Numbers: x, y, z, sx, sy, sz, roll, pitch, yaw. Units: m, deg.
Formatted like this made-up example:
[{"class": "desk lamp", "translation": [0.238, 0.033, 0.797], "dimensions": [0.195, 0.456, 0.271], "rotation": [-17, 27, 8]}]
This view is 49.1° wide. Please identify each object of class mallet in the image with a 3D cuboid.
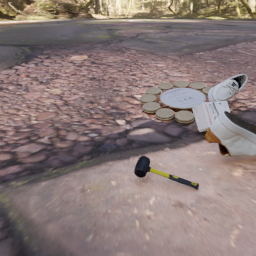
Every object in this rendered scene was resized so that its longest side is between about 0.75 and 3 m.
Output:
[{"class": "mallet", "translation": [0.783, 0.909, 5.651], "dimensions": [1.317, 0.271, 0.434], "rotation": [15, 39, -1]}]

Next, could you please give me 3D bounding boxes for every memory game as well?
[{"class": "memory game", "translation": [1.840, -0.957, 9.501], "dimensions": [2.931, 0.187, 2.931], "rotation": [-3, 33, 2]}]

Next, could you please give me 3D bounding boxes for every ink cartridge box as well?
[{"class": "ink cartridge box", "translation": [2.348, -0.326, 7.705], "dimensions": [0.990, 0.720, 0.416], "rotation": [-7, -14, -31]}]

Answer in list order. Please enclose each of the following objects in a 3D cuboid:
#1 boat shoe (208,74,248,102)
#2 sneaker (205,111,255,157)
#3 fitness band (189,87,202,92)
[{"class": "boat shoe", "translation": [3.226, -1.253, 8.888], "dimensions": [1.800, 0.592, 0.648], "rotation": [-27, 79, -34]}, {"class": "sneaker", "translation": [2.595, 0.348, 6.366], "dimensions": [2.058, 0.871, 0.749], "rotation": [25, 30, -22]}, {"class": "fitness band", "translation": [2.684, -1.128, 10.166], "dimensions": [1.238, 0.323, 1.724], "rotation": [-4, 27, -14]}]
